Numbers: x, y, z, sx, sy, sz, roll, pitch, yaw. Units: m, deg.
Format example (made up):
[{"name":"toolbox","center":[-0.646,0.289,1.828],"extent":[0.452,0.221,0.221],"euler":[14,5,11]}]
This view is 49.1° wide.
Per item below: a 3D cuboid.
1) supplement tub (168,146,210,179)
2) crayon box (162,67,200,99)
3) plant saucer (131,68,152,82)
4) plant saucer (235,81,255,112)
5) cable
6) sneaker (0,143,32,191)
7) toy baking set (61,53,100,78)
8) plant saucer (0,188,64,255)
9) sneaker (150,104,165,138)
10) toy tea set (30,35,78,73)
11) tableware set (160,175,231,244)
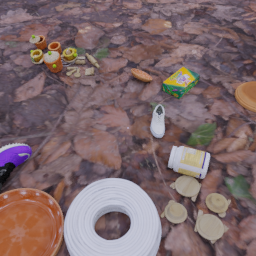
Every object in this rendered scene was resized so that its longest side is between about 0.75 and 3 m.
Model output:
[{"name":"supplement tub","center":[2.017,1.111,9.301],"extent":[1.227,0.892,0.892],"euler":[15,50,13]},{"name":"crayon box","center":[2.353,-2.018,12.408],"extent":[0.934,0.458,1.572],"euler":[33,56,26]},{"name":"plant saucer","center":[0.598,-2.364,12.645],"extent":[1.046,0.196,1.046],"euler":[21,24,-10]},{"name":"plant saucer","center":[5.556,-1.394,11.931],"extent":[1.882,0.352,1.882],"euler":[0,48,0]},{"name":"cable","center":[-0.398,2.714,7.818],"extent":[2.699,0.934,2.699],"euler":[21,51,18]},{"name":"sneaker","center":[-4.226,1.525,9.019],"extent":[2.608,0.907,1.297],"euler":[-26,59,-17]},{"name":"toy baking set","center":[-2.376,-3.143,13.568],"extent":[1.638,0.248,2.134],"euler":[-21,51,-18]},{"name":"plant saucer","center":[-3.153,2.991,7.924],"extent":[2.710,0.437,2.710],"euler":[1,48,-1]},{"name":"sneaker","center":[1.149,-0.299,10.768],"extent":[0.554,0.537,1.518],"euler":[3,46,-2]},{"name":"toy tea set","center":[-3.866,-3.769,13.447],"extent":[2.804,1.038,1.667],"euler":[27,64,23]},{"name":"tableware set","center":[2.123,2.399,8.580],"extent":[2.093,0.243,1.748],"euler":[24,49,23]}]
